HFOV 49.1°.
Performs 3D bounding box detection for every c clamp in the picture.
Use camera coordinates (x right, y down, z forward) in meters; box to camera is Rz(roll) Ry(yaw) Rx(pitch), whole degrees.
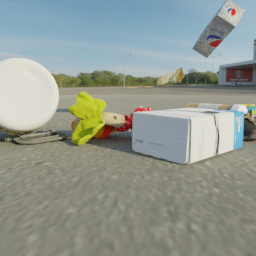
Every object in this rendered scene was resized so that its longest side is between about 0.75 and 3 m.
[{"bbox_3d":[-2.833,0.253,8.538,1.769,0.240,1.511,-7,11,-35],"label":"c clamp"}]

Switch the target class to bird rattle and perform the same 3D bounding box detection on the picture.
[{"bbox_3d":[-0.637,-0.232,8.595,2.577,1.452,2.101,-2,-8,-34],"label":"bird rattle"}]

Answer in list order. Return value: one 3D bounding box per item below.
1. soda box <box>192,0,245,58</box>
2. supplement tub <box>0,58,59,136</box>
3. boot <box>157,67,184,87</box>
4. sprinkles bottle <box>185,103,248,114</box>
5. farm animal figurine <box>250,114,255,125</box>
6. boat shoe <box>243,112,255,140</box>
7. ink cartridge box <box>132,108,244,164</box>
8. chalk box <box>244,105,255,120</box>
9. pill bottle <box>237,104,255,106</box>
[{"bbox_3d":[3.534,-3.874,11.246,0.816,0.879,2.574,32,-15,-1],"label":"soda box"},{"bbox_3d":[-3.301,-0.799,8.593,2.010,2.010,2.784,-3,-4,-22],"label":"supplement tub"},{"bbox_3d":[2.003,-2.384,13.206,1.131,0.530,1.455,-11,25,26],"label":"boot"},{"bbox_3d":[3.685,-0.607,11.988,0.895,0.895,2.621,-7,11,-39],"label":"sprinkles bottle"},{"bbox_3d":[4.777,-0.102,10.007,1.225,0.616,0.989,0,27,-19],"label":"farm animal figurine"},{"bbox_3d":[3.540,-0.118,9.025,0.831,0.818,2.230,-1,9,-10],"label":"boat shoe"},{"bbox_3d":[1.540,0.070,7.072,2.428,1.023,1.756,-8,12,-43],"label":"ink cartridge box"},{"bbox_3d":[5.923,-0.743,13.709,0.679,0.684,1.096,0,10,2],"label":"chalk box"},{"bbox_3d":[6.521,-0.986,15.322,1.195,0.672,0.672,-2,9,-11],"label":"pill bottle"}]
